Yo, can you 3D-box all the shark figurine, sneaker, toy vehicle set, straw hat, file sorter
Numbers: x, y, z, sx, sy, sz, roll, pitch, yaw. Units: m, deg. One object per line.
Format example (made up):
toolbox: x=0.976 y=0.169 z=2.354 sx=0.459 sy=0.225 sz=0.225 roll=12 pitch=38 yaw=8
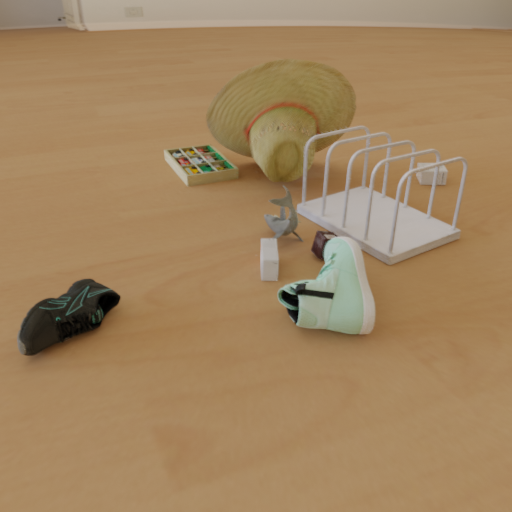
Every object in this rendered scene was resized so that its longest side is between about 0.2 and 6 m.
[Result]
shark figurine: x=0.506 y=-0.609 z=11.087 sx=0.700 sy=1.677 sz=1.002 roll=-39 pitch=84 yaw=-16
sneaker: x=1.059 y=0.348 z=9.424 sx=1.418 sy=0.885 sz=2.404 roll=4 pitch=31 yaw=-6
toy vehicle set: x=-1.531 y=-2.503 z=15.243 sx=1.399 sy=0.299 sz=2.252 roll=-12 pitch=31 yaw=-20
straw hat: x=0.657 y=-2.762 z=13.705 sx=3.997 sy=3.997 sz=1.692 roll=-2 pitch=67 yaw=-3
sneaker: x=-2.869 y=0.922 z=8.675 sx=0.742 sy=0.706 sz=1.873 roll=13 pitch=32 yaw=19
file sorter: x=2.578 y=-1.458 z=11.799 sx=2.047 sy=1.837 sz=2.950 roll=-17 pitch=33 yaw=-29

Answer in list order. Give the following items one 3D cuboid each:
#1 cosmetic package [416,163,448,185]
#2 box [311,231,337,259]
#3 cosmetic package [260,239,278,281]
cosmetic package: x=4.516 y=-2.111 z=14.432 sx=0.644 sy=0.396 sz=0.642 roll=2 pitch=29 yaw=4
box: x=1.347 y=-0.208 z=10.863 sx=0.373 sy=0.450 sz=0.370 roll=4 pitch=25 yaw=-25
cosmetic package: x=0.242 y=0.061 z=10.476 sx=0.313 sy=0.445 sz=0.878 roll=1 pitch=28 yaw=-1
